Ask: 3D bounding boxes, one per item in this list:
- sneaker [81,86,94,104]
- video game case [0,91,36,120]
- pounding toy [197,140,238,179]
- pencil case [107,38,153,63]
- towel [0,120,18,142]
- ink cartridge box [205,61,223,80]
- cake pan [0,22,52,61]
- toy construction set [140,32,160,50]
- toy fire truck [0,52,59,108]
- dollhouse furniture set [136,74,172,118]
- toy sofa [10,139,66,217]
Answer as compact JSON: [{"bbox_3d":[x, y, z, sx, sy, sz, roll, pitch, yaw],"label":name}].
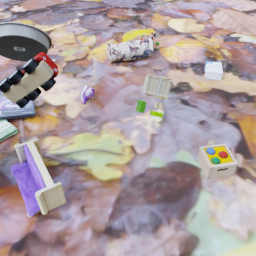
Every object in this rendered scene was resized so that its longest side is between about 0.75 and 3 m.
[{"bbox_3d":[-1.908,-1.577,13.388,0.555,0.505,1.255,10,41,-1],"label":"sneaker"},{"bbox_3d":[-5.183,-1.141,12.868,1.614,0.214,2.259,-7,40,-19],"label":"video game case"},{"bbox_3d":[3.350,0.926,10.328,1.451,0.756,1.652,-6,42,-7],"label":"pounding toy"},{"bbox_3d":[0.147,-4.548,16.260,2.737,1.065,1.224,-11,61,-12],"label":"pencil case"},{"bbox_3d":[-5.976,0.020,11.744,2.301,0.269,1.755,32,51,29],"label":"towel"},{"bbox_3d":[4.599,-3.084,15.060,0.823,0.479,1.138,6,42,7],"label":"ink cartridge box"},{"bbox_3d":[-3.923,-3.038,10.189,2.242,2.242,0.411,-2,77,-2],"label":"cake pan"},{"bbox_3d":[1.225,-5.374,17.483,1.245,0.957,1.038,3,84,-22],"label":"toy construction set"},{"bbox_3d":[-3.043,-1.786,9.490,1.832,1.339,2.082,-28,34,25],"label":"toy fire truck"},{"bbox_3d":[0.788,-0.998,8.631,0.792,1.208,0.606,12,6,-8],"label":"dollhouse furniture set"},{"bbox_3d":[-3.148,1.601,9.349,1.239,1.051,2.539,-21,46,-23],"label":"toy sofa"}]
